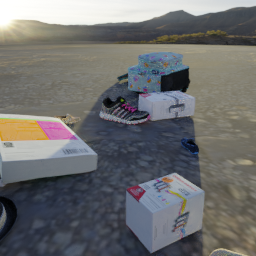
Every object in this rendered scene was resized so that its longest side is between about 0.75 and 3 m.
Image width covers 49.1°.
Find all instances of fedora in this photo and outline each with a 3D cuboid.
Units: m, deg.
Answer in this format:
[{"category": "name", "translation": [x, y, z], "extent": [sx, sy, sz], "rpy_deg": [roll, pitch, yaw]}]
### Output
[{"category": "fedora", "translation": [-2.385, 1.219, 4.140], "extent": [1.497, 0.683, 1.497], "rpy_deg": [0, 20, 0]}]

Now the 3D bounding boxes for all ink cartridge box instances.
[{"category": "ink cartridge box", "translation": [0.546, 1.207, 4.167], "extent": [0.953, 0.689, 0.692], "rpy_deg": [-12, 23, -29]}, {"category": "ink cartridge box", "translation": [1.313, -0.796, 9.617], "extent": [1.619, 0.686, 1.179], "rpy_deg": [-6, 21, -20]}]

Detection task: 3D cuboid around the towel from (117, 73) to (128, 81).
[{"category": "towel", "translation": [0.847, -3.029, 15.468], "extent": [2.461, 0.267, 1.805], "rpy_deg": [-16, 4, -39]}]

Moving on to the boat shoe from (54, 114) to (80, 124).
[{"category": "boat shoe", "translation": [-1.921, -0.307, 8.856], "extent": [0.827, 0.286, 0.305], "rpy_deg": [-7, 21, -18]}]

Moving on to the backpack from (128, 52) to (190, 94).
[{"category": "backpack", "translation": [1.193, -2.322, 12.168], "extent": [2.453, 1.880, 2.156], "rpy_deg": [6, 25, 39]}]

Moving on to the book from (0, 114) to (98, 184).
[{"category": "book", "translation": [-2.105, 0.318, 6.566], "extent": [1.862, 0.670, 2.787], "rpy_deg": [-2, 18, -29]}]

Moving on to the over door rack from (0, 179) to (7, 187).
[{"category": "over door rack", "translation": [-3.499, 0.340, 4.836], "extent": [2.520, 1.862, 0.839], "rpy_deg": [-5, 20, -13]}]

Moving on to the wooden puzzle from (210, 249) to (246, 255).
[{"category": "wooden puzzle", "translation": [1.561, 2.037, 2.316], "extent": [2.049, 0.412, 2.215], "rpy_deg": [9, 22, 22]}]

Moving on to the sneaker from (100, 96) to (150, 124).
[{"category": "sneaker", "translation": [-0.132, -0.611, 8.978], "extent": [1.755, 0.767, 0.647], "rpy_deg": [10, 22, 24]}]

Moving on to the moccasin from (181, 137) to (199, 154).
[{"category": "moccasin", "translation": [1.580, 0.390, 6.995], "extent": [0.312, 0.265, 0.776], "rpy_deg": [-7, 21, -18]}]
